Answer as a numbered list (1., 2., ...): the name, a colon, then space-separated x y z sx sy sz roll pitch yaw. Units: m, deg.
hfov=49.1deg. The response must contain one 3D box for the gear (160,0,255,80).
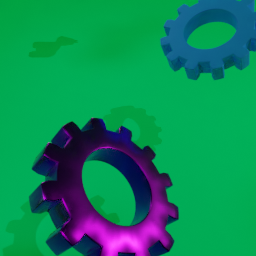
1. gear: 1.401 -1.581 4.750 1.657 0.306 1.657 -10 60 18

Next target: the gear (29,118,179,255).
1. gear: -0.208 0.773 3.496 1.931 0.357 1.931 26 42 -26
